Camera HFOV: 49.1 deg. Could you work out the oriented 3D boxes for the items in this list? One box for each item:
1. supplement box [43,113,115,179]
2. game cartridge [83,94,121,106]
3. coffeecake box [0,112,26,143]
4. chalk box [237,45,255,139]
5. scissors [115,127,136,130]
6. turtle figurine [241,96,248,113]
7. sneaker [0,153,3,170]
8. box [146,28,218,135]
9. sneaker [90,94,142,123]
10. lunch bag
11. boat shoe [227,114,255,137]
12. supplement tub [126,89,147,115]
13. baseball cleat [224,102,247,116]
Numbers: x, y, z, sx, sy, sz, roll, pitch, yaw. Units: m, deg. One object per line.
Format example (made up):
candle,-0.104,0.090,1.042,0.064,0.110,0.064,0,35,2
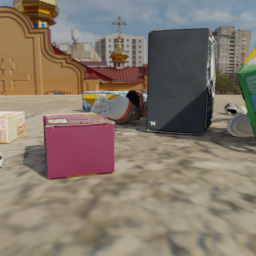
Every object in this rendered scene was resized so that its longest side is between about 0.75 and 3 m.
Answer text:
supplement box,-0.853,0.200,4.555,0.983,0.775,1.502,-3,9,-17
game cartridge,-0.746,-0.943,11.611,1.776,0.288,1.565,7,-20,31
coffeecake box,-3.528,-0.043,6.749,1.710,0.625,1.313,-1,8,-4
chalk box,3.424,-0.817,5.575,1.781,1.768,2.853,-7,27,40
scissors,-0.999,-0.011,8.342,2.540,0.177,0.929,9,10,41
turtle figurine,5.862,-1.074,13.304,1.091,0.809,1.125,2,11,-18
sneaker,-2.296,0.383,4.070,0.863,0.562,0.345,-5,9,-28
box,1.703,-1.348,8.431,1.677,2.706,2.661,4,9,23
sneaker,-0.485,-0.528,10.136,1.094,1.029,2.671,27,-7,-32
lunch bag,-0.818,-1.331,13.988,2.646,1.091,2.127,7,12,39
boat shoe,3.297,-0.023,7.005,1.640,0.590,0.539,6,2,-17
supplement tub,1.009,-1.170,12.634,2.180,1.166,1.166,-4,9,-37
baseball cleat,4.702,-0.881,12.818,0.839,0.550,1.577,-2,8,-13
